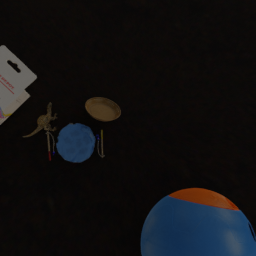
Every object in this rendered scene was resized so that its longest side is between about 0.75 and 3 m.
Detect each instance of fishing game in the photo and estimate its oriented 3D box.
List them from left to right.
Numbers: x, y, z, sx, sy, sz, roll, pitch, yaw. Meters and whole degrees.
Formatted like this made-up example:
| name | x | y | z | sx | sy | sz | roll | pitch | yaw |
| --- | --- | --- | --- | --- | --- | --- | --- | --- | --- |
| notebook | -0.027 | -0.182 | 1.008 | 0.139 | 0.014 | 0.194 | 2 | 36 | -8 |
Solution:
| name | x | y | z | sx | sy | sz | roll | pitch | yaw |
| --- | --- | --- | --- | --- | --- | --- | --- | --- | --- |
| fishing game | -1.578 | 0.439 | 8.458 | 1.686 | 0.262 | 1.207 | -6 | 89 | -17 |

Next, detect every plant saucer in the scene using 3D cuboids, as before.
| name | x | y | z | sx | sy | sz | roll | pitch | yaw |
| --- | --- | --- | --- | --- | --- | --- | --- | --- | --- |
| plant saucer | -0.790 | -0.541 | 8.696 | 1.121 | 0.198 | 1.121 | 13 | 39 | -11 |

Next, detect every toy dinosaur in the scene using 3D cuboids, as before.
| name | x | y | z | sx | sy | sz | roll | pitch | yaw |
| --- | --- | --- | --- | --- | --- | --- | --- | --- | --- |
| toy dinosaur | -2.631 | -0.119 | 8.832 | 0.695 | 0.400 | 1.374 | 23 | 71 | 22 |

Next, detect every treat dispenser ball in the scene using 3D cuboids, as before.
| name | x | y | z | sx | sy | sz | roll | pitch | yaw |
| --- | --- | --- | --- | --- | --- | --- | --- | --- | --- |
| treat dispenser ball | 1.663 | 2.840 | 6.773 | 2.710 | 2.710 | 2.710 | 0 | 76 | 0 |

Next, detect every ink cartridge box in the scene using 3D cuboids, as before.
| name | x | y | z | sx | sy | sz | roll | pitch | yaw |
| --- | --- | --- | --- | --- | --- | --- | --- | --- | --- |
| ink cartridge box | -4.131 | -1.027 | 8.483 | 1.539 | 0.885 | 2.628 | 44 | 80 | -1 |
